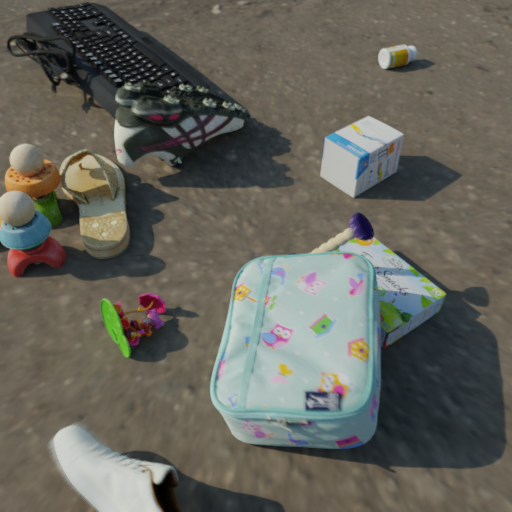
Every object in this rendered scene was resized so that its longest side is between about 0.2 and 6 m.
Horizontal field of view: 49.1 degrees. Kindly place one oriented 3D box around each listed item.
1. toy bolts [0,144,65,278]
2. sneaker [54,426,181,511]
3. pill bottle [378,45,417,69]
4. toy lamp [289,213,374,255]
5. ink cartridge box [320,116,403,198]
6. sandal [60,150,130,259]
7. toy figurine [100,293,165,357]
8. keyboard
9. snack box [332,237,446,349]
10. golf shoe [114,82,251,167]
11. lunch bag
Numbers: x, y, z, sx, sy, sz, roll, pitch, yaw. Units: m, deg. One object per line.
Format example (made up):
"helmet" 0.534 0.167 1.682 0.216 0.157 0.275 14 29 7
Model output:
"toy bolts" -3.750 -0.699 8.413 1.798 1.306 1.883 -18 47 -17
"sneaker" -1.266 2.254 5.690 1.862 0.678 0.788 37 84 25
"pill bottle" 3.299 -4.641 13.018 0.808 0.449 0.449 -16 47 -16
"toy lamp" 0.885 -0.035 7.676 0.452 1.552 0.452 30 44 -34
"ink cartridge box" 1.848 -1.752 9.808 1.153 0.849 0.834 -31 52 -28
"sandal" -2.696 -1.261 9.227 1.071 0.961 2.921 -15 47 -15
"toy figurine" -1.542 0.834 7.488 0.774 0.631 0.841 -20 69 -32
"keyboard" -3.480 -4.520 11.957 2.786 1.061 5.353 -29 52 -23
"snack box" 1.665 0.427 7.906 1.126 0.419 1.583 -27 51 -25
"golf shoe" -1.375 -2.414 10.344 1.159 1.322 3.002 38 33 30
"lunch bag" 0.493 1.057 6.665 1.935 0.930 2.413 -1 47 15
